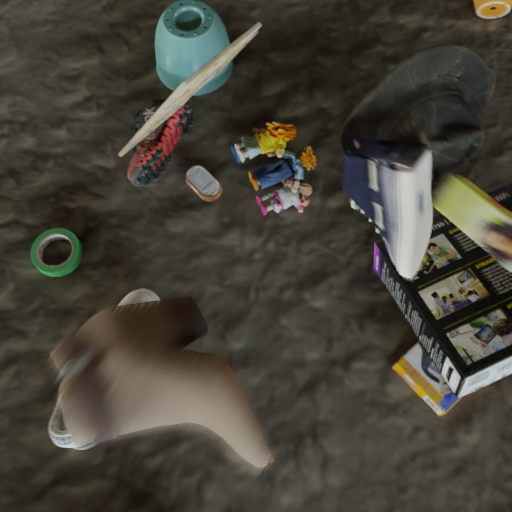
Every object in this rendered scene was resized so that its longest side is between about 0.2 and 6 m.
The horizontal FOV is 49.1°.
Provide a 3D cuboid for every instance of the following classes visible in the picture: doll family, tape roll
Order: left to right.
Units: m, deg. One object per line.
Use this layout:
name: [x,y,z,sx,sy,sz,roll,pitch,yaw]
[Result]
tape roll: [-4.039,-0.072,11.360,0.982,0.236,0.982,0,68,0]
doll family: [0.456,-2.001,11.702,1.404,1.020,2.263,-22,70,-9]

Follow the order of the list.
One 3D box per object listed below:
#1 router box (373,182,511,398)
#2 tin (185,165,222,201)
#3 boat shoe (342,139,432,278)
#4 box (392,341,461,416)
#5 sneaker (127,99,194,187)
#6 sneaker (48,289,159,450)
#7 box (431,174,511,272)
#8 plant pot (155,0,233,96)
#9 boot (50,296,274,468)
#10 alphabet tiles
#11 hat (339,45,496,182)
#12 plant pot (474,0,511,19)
router box: [4.699,0.300,10.267,4.111,1.050,3.066,-23,56,-4]
tin: [-1.136,-1.564,11.993,0.519,0.194,0.927,-42,74,-11]
boat shoe: [2.093,-0.780,8.987,1.195,2.577,0.962,19,51,31]
box: [3.717,1.842,10.505,2.042,0.423,1.215,-40,73,-12]
sneaker: [-2.260,-2.496,12.020,1.115,0.807,2.282,23,68,8]
sneaker: [-2.594,1.931,10.023,1.196,1.260,3.131,20,68,10]
box: [3.529,-0.533,8.610,0.422,0.633,1.683,-3,42,-43]
plant pot: [-1.451,-4.790,12.590,1.809,1.452,1.809,0,69,0]
boot: [-1.305,1.773,6.987,2.056,0.988,2.812,-25,55,-13]
alphabet tiles: [-0.995,-2.831,9.278,0.102,2.249,2.690,47,51,-12]
hat: [2.807,-1.904,9.020,2.834,2.834,1.143,-17,62,-7]
plant pot: [5.716,-6.418,13.456,1.220,1.220,1.117,5,83,2]
